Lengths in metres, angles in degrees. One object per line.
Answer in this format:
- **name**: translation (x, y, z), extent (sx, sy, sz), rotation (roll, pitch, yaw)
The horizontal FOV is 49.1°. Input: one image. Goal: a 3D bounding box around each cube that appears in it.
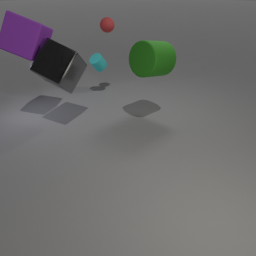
- **cube**: translation (-2.678, -2.401, 10.999), extent (1.400, 1.400, 1.400), rotation (28, -2, 10)
- **cube**: translation (-3.969, -3.512, 10.917), extent (1.400, 1.400, 1.400), rotation (22, 12, -1)

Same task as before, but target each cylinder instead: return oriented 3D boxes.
- **cylinder**: translation (-1.556, -3.427, 14.649), extent (0.700, 0.700, 0.700), rotation (-14, 57, 22)
- **cylinder**: translation (0.992, -2.778, 11.267), extent (1.400, 1.400, 1.400), rotation (24, 27, 37)

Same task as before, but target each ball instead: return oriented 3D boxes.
- **ball**: translation (-1.001, -4.948, 13.454), extent (0.700, 0.700, 0.700), rotation (0, 28, 0)
